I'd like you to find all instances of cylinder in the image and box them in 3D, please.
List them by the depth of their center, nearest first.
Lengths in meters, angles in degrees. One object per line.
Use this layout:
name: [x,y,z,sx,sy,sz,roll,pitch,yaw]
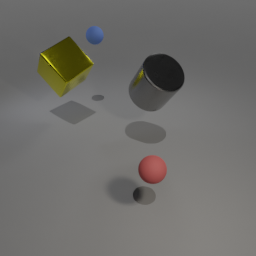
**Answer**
cylinder: [0.888,-1.441,9.057,1.400,1.400,1.400,8,66,-17]

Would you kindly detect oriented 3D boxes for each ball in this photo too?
ball: [0.599,1.015,6.851,0.700,0.700,0.700,0,31,0]
ball: [-1.319,-3.667,11.091,0.700,0.700,0.700,0,31,0]

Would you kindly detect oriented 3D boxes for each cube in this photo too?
cube: [-2.412,-2.297,10.672,1.400,1.400,1.400,49,62,-2]
